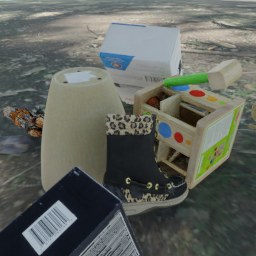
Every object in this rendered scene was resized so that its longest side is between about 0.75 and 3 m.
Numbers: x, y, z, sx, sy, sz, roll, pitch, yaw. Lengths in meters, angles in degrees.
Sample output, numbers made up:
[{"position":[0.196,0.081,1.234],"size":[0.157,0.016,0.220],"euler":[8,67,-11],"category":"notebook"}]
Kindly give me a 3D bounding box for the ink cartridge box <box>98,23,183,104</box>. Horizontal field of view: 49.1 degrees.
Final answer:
[{"position":[0.590,-1.856,9.081],"size":[2.120,2.931,1.234],"euler":[12,71,18],"category":"ink cartridge box"}]

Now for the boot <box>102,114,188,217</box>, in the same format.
[{"position":[0.400,0.618,5.439],"size":[2.351,1.770,0.860],"euler":[0,1,-43],"category":"boot"}]

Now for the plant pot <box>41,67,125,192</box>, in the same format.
[{"position":[-0.964,0.019,6.385],"size":[2.389,2.551,2.389],"euler":[-1,30,1],"category":"plant pot"}]

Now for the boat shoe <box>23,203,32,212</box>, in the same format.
[{"position":[-1.721,2.100,4.762],"size":[0.535,0.605,1.652],"euler":[24,40,-23],"category":"boat shoe"}]

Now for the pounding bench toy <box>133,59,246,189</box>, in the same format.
[{"position":[1.363,-0.523,6.878],"size":[1.782,2.868,2.237],"euler":[-27,44,-36],"category":"pounding bench toy"}]

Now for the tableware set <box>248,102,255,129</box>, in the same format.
[{"position":[4.472,-0.330,7.757],"size":[1.968,1.301,0.394],"euler":[22,36,26],"category":"tableware set"}]

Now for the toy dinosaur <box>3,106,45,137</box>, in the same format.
[{"position":[-2.649,-0.046,7.953],"size":[0.896,1.755,1.191],"euler":[-39,15,-5],"category":"toy dinosaur"}]

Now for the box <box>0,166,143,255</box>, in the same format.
[{"position":[-0.760,1.667,3.666],"size":[0.975,1.569,1.582],"euler":[29,58,37],"category":"box"}]
